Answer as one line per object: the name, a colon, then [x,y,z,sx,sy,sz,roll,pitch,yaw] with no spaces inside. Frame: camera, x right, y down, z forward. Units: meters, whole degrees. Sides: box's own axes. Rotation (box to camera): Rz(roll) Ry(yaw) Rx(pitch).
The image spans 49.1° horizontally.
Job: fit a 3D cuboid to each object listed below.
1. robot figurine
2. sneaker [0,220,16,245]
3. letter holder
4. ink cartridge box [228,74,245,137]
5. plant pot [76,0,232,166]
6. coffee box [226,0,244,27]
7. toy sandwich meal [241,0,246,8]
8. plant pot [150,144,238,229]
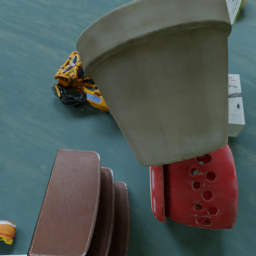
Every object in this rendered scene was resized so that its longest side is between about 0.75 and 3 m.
robot figurine: [-0.845,-1.394,8.409,2.918,0.849,2.116,21,62,11]
sneaker: [-3.451,2.456,6.501,1.580,0.577,0.609,1,60,1]
letter holder: [-0.823,1.819,6.033,1.788,1.265,2.515,3,42,-1]
ink cartridge box: [2.577,-0.894,8.185,1.257,0.735,2.167,5,60,3]
plant pot: [0.685,-0.651,4.988,2.681,2.681,2.326,-15,90,-8]
coffee box: [1.641,-3.418,6.622,2.124,2.144,2.147,19,96,7]
toy sandwich meal: [3.648,-4.804,10.477,1.491,0.511,1.491,1,64,-3]
plant pot: [1.402,1.308,6.407,1.751,1.923,1.923,-4,62,7]
